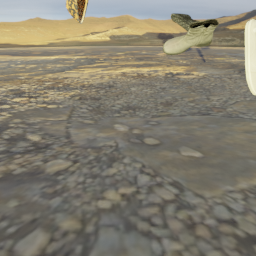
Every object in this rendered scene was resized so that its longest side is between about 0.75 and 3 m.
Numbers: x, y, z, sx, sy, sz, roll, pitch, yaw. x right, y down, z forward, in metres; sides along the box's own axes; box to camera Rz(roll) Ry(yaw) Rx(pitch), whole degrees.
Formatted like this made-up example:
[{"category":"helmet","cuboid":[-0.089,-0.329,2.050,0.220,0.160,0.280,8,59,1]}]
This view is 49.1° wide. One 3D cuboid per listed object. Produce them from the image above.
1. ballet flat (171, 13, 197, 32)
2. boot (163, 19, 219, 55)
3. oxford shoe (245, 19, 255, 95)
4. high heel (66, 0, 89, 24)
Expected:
[{"category":"ballet flat","cuboid":[1.838,-3.328,9.050,0.639,0.546,1.923,-6,36,-15]},{"category":"boot","cuboid":[1.364,-2.085,6.271,1.214,0.411,0.793,-14,-15,5]},{"category":"oxford shoe","cuboid":[2.567,-1.361,5.481,0.427,1.478,0.556,4,22,37]},{"category":"high heel","cuboid":[-1.206,-4.112,8.562,0.934,1.864,2.615,-33,36,-25]}]
